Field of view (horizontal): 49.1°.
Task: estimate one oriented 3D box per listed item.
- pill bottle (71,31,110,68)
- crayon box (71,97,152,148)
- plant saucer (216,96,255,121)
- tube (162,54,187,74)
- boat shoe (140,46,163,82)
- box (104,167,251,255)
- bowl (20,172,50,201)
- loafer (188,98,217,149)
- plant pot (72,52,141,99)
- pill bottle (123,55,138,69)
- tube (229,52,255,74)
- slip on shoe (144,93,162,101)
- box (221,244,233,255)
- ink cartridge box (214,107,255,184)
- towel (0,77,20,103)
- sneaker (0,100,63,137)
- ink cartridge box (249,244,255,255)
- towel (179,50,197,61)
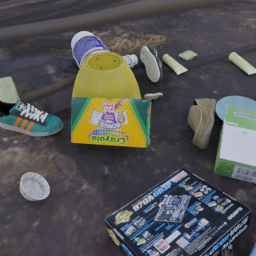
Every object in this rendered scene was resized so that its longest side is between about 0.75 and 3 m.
[{"bbox_3d":[-1.621,-3.232,12.534,1.517,1.517,2.622,-16,45,-17],"label":"pill bottle"},{"bbox_3d":[-0.537,-0.205,9.033,2.504,1.487,0.729,3,3,12],"label":"crayon box"},{"bbox_3d":[4.159,-0.487,10.396,1.857,0.357,1.857,0,44,0],"label":"plant saucer"},{"bbox_3d":[2.138,-2.965,13.145,0.371,0.414,1.427,17,27,-47],"label":"tube"},{"bbox_3d":[1.217,-2.930,12.740,0.802,0.851,2.371,7,43,-22],"label":"boat shoe"},{"bbox_3d":[1.188,2.305,6.824,2.807,0.646,2.231,-27,35,-27],"label":"box"},{"bbox_3d":[-2.670,1.707,7.776,0.881,0.413,0.881,38,23,-20],"label":"bowl"},{"bbox_3d":[2.505,-0.215,9.747,0.879,0.991,2.606,12,34,14],"label":"loafer"},{"bbox_3d":[-0.837,-1.636,10.479,2.760,1.959,2.760,0,43,0],"label":"plant pot"},{"bbox_3d":[-0.139,-2.967,12.885,1.179,0.655,0.655,-28,50,-28],"label":"pill bottle"},{"bbox_3d":[5.370,-2.987,13.144,0.458,0.410,1.578,-43,50,12],"label":"tube"},{"bbox_3d":[1.035,-1.220,11.198,0.918,0.349,0.278,-9,82,-43],"label":"slip on shoe"},{"bbox_3d":[2.277,3.154,6.387,0.152,0.483,0.878,7,43,8],"label":"box"},{"bbox_3d":[3.674,0.467,9.076,1.341,0.766,2.582,13,44,13],"label":"ink cartridge box"},{"bbox_3d":[-5.294,-1.263,11.202,1.762,0.433,2.375,-16,45,-18],"label":"towel"},{"bbox_3d":[-3.549,-0.402,9.841,2.515,1.005,0.898,7,43,8],"label":"sneaker"},{"bbox_3d":[4.189,2.357,6.286,1.789,1.758,2.430,30,50,28],"label":"ink cartridge box"},{"bbox_3d":[2.989,-3.630,13.968,0.848,0.155,0.629,-30,50,-29],"label":"towel"}]
